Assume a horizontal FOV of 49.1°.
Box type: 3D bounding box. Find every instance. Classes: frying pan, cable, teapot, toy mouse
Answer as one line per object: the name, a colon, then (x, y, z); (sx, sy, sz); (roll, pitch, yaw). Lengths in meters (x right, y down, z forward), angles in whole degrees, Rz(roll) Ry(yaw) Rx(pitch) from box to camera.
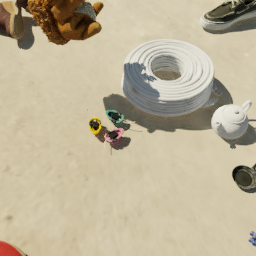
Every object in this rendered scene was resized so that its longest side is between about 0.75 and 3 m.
frying pan: (3.145, 1.128, 7.437); (0.681, 0.183, 1.126); (23, 56, 14)
cable: (1.240, -1.630, 8.855); (2.889, 1.000, 2.888); (-24, 58, -16)
teapot: (2.991, -0.288, 8.039); (1.099, 0.813, 1.113); (8, 55, 5)
toy mouse: (-0.447, -0.017, 8.165); (1.341, 0.292, 1.509); (-10, 56, -6)

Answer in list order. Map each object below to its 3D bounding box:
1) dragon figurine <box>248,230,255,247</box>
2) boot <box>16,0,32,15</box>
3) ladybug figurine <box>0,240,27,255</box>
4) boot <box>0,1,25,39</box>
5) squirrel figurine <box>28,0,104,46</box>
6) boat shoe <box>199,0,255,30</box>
dragon figurine: (2.180, 1.659, 4.035); (0.854, 0.251, 0.425); (24, 55, 17)
boot: (-3.664, -5.779, 11.265); (2.038, 0.886, 2.450); (40, 62, -23)
ladybug figurine: (-2.665, 3.364, 5.355); (1.900, 1.007, 2.799); (-30, 60, -19)
boot: (-5.025, -4.003, 10.841); (1.839, 0.800, 2.211); (-16, 57, 4)
squirrel figurine: (-1.807, -3.161, 7.125); (1.965, 1.834, 1.391); (-17, 48, 28)
boat shoe: (4.134, -4.771, 11.098); (2.932, 0.933, 1.037); (-25, 59, -16)
